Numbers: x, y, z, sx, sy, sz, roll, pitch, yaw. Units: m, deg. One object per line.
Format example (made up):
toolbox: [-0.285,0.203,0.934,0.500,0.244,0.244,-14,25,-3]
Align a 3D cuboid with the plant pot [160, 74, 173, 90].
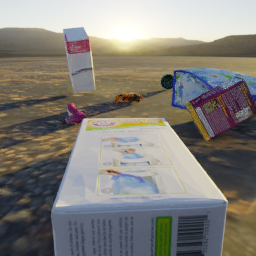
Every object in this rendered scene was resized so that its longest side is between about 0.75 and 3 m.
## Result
plant pot: [1.980,-2.235,13.796,0.757,0.757,0.607,3,2,8]

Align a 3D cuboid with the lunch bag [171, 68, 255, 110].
lunch bag: [2.719,-1.044,8.462,2.010,1.506,2.364,-3,12,-19]

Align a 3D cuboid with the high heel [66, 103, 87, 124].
high heel: [-1.536,-0.485,8.486,0.595,0.418,1.240,-11,23,-2]

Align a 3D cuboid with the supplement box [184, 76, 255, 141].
supplement box: [2.215,-0.477,6.714,1.401,0.917,0.723,-29,14,11]

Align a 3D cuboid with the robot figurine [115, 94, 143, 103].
robot figurine: [0.039,-1.160,10.953,1.067,0.311,0.774,-1,17,-1]

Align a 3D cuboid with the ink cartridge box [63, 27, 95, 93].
ink cartridge box: [-2.235,-3.110,12.838,1.027,2.481,1.818,-11,38,-12]

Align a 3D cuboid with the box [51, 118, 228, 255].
box: [0.012,0.764,3.045,1.170,1.298,2.308,-1,17,-4]
